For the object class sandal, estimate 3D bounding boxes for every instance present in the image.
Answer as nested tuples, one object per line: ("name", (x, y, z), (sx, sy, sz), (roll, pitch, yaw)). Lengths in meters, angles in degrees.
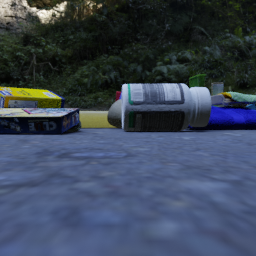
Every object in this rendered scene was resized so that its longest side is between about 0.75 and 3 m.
("sandal", (-1.797, -0.120, 8.616), (0.668, 0.480, 1.683), (-11, 22, -12))

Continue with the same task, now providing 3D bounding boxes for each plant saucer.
("plant saucer", (-1.931, -0.364, 12.122), (2.913, 0.706, 2.912), (-1, 3, -20))

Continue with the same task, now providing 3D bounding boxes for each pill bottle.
("pill bottle", (1.058, -0.604, 8.248), (2.469, 1.396, 1.396), (0, 2, -3))

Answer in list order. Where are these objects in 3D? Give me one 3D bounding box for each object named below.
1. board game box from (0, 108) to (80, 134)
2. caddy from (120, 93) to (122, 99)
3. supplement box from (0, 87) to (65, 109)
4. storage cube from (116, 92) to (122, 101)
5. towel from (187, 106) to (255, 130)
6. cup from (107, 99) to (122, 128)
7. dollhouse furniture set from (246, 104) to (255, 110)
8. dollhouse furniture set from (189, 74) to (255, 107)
("board game box", (-2.660, -0.205, 7.199), (2.490, 0.431, 1.687), (0, 11, 5))
("caddy", (0.788, -0.774, 13.038), (2.919, 1.532, 2.063), (-3, 25, -38))
("supplement box", (-3.275, -0.632, 9.163), (2.026, 1.103, 1.110), (-2, 22, -45))
("storage cube", (0.322, -1.120, 16.410), (1.841, 2.048, 1.751), (6, 3, 11))
("towel", (3.264, -0.442, 10.045), (2.894, 0.717, 2.137), (0, 10, -10))
("cup", (-0.104, -0.406, 10.401), (0.794, 1.111, 1.111), (35, 23, 34))
("dollhouse furniture set", (5.873, -0.527, 11.990), (2.054, 1.439, 1.447), (-24, 6, -6))
("dollhouse furniture set", (4.021, -1.583, 11.603), (1.886, 1.444, 2.878), (-2, 1, -12))
